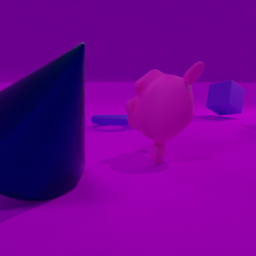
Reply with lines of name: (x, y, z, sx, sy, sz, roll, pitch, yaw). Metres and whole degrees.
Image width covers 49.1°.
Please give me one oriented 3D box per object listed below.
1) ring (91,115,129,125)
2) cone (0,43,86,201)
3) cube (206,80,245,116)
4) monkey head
ring: (-0.425, -0.250, 8.287, 1.341, 0.268, 1.341, 1, 4, 0)
cone: (-0.888, -0.311, 3.261, 1.672, 1.678, 1.672, 25, 37, -21)
cube: (3.562, -1.072, 10.235, 0.939, 0.939, 0.939, 23, -17, -35)
monkey head: (0.690, -0.333, 4.934, 1.098, 1.822, 1.311, 28, 10, 33)
